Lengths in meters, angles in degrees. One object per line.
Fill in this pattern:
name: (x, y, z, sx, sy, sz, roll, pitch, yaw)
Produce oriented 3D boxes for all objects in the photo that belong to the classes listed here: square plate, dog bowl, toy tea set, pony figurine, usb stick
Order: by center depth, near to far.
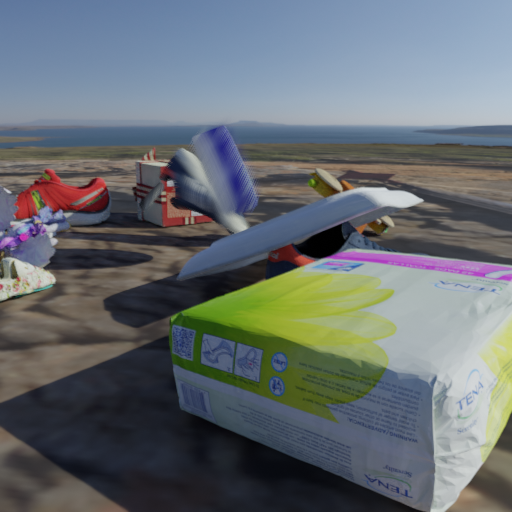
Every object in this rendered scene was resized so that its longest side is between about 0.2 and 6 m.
usb stick: (-1.566, -0.898, 8.416, 0.088, 0.150, 0.542, 12, 50, 30)
square plate: (0.771, -0.417, 8.485, 3.079, 0.442, 3.108, -21, -3, 25)
pony figurine: (-3.962, -0.288, 9.309, 1.743, 1.504, 1.806, -37, 1, 25)
dog bowl: (-0.554, -1.469, 9.876, 0.612, 1.555, 1.555, -23, 16, -3)
toy tea set: (2.024, -0.872, 12.360, 1.668, 1.038, 2.806, 50, 21, 29)

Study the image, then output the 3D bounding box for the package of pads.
package of pads: (1.188, 0.807, 5.241, 2.491, 1.100, 3.224, 9, 18, 37)

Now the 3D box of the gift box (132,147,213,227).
gift box: (-2.018, -1.758, 14.057, 1.701, 1.843, 1.721, -4, 12, -34)

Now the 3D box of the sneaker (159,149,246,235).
sneaker: (-1.170, -1.121, 11.855, 2.373, 1.003, 0.890, 52, 11, 19)

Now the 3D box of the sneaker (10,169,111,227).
sneaker: (-5.145, -1.402, 13.447, 3.188, 1.354, 1.228, -6, 15, -21)

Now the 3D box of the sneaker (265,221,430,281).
sneaker: (1.508, -0.020, 8.234, 2.919, 1.234, 1.094, -7, 16, -26)

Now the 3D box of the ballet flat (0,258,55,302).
ballet flat: (-3.688, 0.354, 8.056, 0.708, 0.598, 1.871, 7, 15, 28)

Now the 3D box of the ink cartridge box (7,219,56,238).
ink cartridge box: (-4.792, -0.535, 12.002, 0.668, 0.384, 0.920, 1, 14, 3)
